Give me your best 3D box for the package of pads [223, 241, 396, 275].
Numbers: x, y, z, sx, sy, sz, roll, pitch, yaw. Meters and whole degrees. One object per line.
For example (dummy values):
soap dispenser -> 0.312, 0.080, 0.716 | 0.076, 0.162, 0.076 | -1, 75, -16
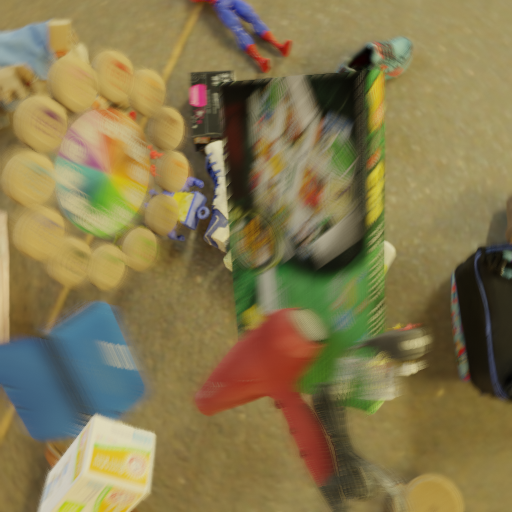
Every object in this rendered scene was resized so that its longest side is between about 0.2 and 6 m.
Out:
package of pads -> 1.069, 0.034, 10.943 | 2.749, 0.937, 2.123 | 34, 82, 5

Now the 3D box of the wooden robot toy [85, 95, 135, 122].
wooden robot toy -> -3.058, -2.976, 11.489 | 0.995, 1.025, 2.258 | 2, 79, 1

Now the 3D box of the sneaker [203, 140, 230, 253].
sneaker -> -0.543, -1.438, 11.265 | 1.506, 1.053, 2.608 | 28, 73, 9

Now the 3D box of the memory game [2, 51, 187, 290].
memory game -> -2.267, -1.265, 8.808 | 0.240, 3.774, 3.774 | 13, 78, 29

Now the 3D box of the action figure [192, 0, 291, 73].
action figure -> -0.567, -5.463, 11.797 | 0.999, 1.516, 3.063 | -41, 79, -8

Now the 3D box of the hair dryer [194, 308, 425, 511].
hair dryer -> 0.448, 2.013, 7.563 | 3.481, 0.946, 2.651 | 2, 74, 41

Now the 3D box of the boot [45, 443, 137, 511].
boot -> -3.445, 4.661, 10.184 | 2.187, 0.839, 1.698 | 42, 86, 0

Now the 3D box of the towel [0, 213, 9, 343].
towel -> -6.619, 0.770, 10.997 | 3.440, 0.555, 3.286 | -5, 79, 0

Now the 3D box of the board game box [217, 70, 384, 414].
board game box -> 0.682, -0.175, 8.432 | 2.539, 0.568, 4.845 | 8, 110, 34

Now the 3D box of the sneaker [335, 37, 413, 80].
sneaker -> 2.555, -4.114, 11.773 | 1.881, 0.899, 0.746 | -30, 80, -6

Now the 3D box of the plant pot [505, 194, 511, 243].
plant pot -> 5.422, -0.802, 11.126 | 1.091, 1.091, 0.952 | -6, 62, -1

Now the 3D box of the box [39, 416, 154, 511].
box -> -2.015, 2.834, 7.046 | 0.871, 1.548, 0.785 | 25, 34, -22

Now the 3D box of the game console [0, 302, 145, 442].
game console -> -2.869, 1.789, 8.627 | 1.592, 1.104, 1.865 | -38, 121, -40

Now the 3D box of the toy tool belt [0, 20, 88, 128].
toy tool belt -> -4.937, -3.812, 11.240 | 2.963, 1.821, 1.850 | -19, 79, -4

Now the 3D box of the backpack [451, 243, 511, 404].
backpack -> 5.405, 1.125, 10.109 | 3.150, 2.119, 2.876 | -6, 79, 0

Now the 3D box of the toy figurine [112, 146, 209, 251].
toy figurine -> -1.631, -0.830, 10.800 | 1.391, 1.225, 2.322 | 15, 79, 18

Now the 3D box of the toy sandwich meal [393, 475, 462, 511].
toy sandwich meal -> 3.133, 4.626, 10.317 | 1.281, 0.439, 1.281 | 1, 78, -4

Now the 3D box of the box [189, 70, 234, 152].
box -> -0.858, -2.980, 11.594 | 0.944, 0.820, 1.429 | -3, 79, -2
